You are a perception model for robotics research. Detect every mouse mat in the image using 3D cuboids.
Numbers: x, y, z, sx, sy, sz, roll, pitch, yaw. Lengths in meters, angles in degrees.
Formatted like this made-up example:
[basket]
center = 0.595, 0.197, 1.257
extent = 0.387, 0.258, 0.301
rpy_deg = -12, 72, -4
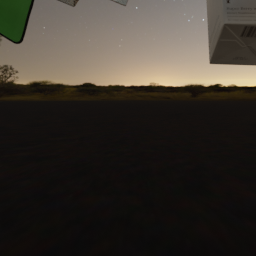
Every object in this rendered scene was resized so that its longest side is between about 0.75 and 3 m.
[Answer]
[mouse mat]
center = -2.602, -3.137, 5.355
extent = 2.016, 2.506, 0.094
rpy_deg = 33, 34, -3

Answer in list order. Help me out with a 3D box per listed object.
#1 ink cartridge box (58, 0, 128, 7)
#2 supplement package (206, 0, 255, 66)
[ink cartridge box]
center = -0.877, -3.420, 6.276
extent = 2.032, 0.510, 2.341
rpy_deg = 21, 47, -9
[supplement package]
center = 3.214, -3.359, 7.895
extent = 1.655, 2.729, 1.634
rpy_deg = 2, -24, 4
